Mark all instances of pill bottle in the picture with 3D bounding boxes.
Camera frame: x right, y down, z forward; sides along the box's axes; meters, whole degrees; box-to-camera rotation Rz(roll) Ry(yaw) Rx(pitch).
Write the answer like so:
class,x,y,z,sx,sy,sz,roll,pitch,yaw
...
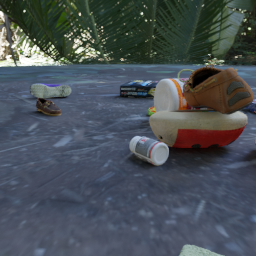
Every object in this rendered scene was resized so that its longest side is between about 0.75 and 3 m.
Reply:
class,x,y,z,sx,sy,sz,roll,pitch,yaw
pill bottle,0.445,0.473,6.221,0.500,0.500,0.862,-11,19,-35
pill bottle,2.343,-0.992,9.652,2.583,1.475,1.475,-6,17,-20

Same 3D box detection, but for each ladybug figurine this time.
class,x,y,z,sx,sy,sz,roll,pitch,yaw
ladybug figurine,1.765,0.001,6.993,2.466,0.887,1.674,-1,6,0

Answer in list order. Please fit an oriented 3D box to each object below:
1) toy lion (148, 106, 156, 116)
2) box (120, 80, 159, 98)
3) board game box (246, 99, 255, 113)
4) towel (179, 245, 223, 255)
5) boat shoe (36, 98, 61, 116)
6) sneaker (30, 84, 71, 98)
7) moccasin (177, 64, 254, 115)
class,x,y,z,sx,sy,sz,roll,pitch,yaw
toy lion,1.453,-0.662,10.582,1.308,0.449,1.254,4,23,14
box,0.951,-2.174,15.420,2.169,0.628,2.729,4,16,15
board game box,5.411,-0.888,11.317,1.217,0.375,1.217,-6,16,-24
towel,0.928,1.562,2.934,0.931,0.170,0.691,9,17,29
boat shoe,-3.097,-0.830,10.810,1.469,0.516,0.517,17,19,37
sneaker,-3.972,-1.917,14.581,2.094,0.728,1.041,2,8,-5
moccasin,1.934,-1.068,6.918,1.098,1.159,3.003,-26,10,7
